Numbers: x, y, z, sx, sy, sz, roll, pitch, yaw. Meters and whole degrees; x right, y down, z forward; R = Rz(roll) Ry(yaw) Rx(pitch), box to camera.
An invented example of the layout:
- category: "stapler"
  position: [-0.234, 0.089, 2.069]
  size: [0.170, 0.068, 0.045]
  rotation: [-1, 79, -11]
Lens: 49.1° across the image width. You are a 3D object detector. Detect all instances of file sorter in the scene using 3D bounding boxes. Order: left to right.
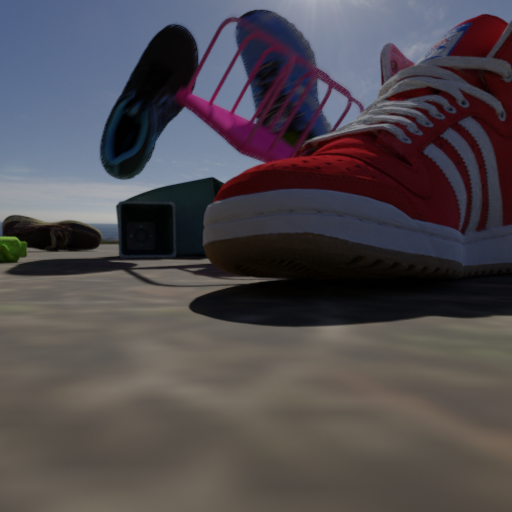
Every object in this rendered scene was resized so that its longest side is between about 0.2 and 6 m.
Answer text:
- category: "file sorter"
  position: [0.356, -2.370, 8.734]
  size: [1.667, 1.504, 2.399]
  rotation: [44, 20, 30]

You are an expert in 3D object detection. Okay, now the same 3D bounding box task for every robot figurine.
- category: "robot figurine"
  position: [-2.937, -0.065, 6.462]
  size: [0.465, 0.307, 0.530]
  rotation: [1, 2, 45]

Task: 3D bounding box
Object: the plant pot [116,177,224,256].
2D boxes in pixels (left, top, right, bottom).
- category: "plant pot"
  position: [-1.449, -0.593, 9.902]
  size: [1.809, 1.278, 1.279]
  rotation: [-6, 1, 8]

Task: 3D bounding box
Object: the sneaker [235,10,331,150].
- category: "sneaker"
  position: [0.582, -2.985, 10.817]
  size: [1.379, 3.510, 1.565]
  rotation: [-18, 21, 27]

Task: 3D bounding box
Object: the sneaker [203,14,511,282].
- category: "sneaker"
  position: [1.004, -0.822, 3.651]
  size: [1.232, 1.944, 3.457]
  rotation: [1, 2, 41]

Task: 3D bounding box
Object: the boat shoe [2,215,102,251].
- category: "boat shoe"
  position: [-5.024, -0.411, 13.881]
  size: [2.384, 0.860, 0.858]
  rotation: [11, 27, -27]

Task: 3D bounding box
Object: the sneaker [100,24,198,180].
- category: "sneaker"
  position: [-1.804, -2.668, 9.667]
  size: [1.065, 2.909, 1.191]
  rotation: [23, 0, -7]

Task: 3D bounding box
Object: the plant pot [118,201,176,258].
- category: "plant pot"
  position: [-1.745, -0.353, 8.693]
  size: [0.842, 0.844, 0.860]
  rotation: [-1, -5, -19]
